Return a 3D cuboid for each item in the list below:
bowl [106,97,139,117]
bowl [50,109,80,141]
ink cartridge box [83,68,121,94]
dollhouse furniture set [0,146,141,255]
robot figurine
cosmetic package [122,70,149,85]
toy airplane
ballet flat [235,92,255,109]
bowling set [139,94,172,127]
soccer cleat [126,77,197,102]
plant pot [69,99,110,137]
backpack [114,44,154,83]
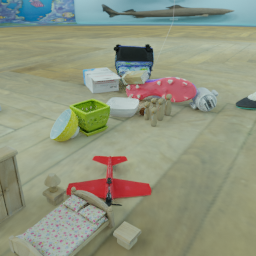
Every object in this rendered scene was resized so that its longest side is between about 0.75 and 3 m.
[{"bbox_3d":[-0.178,-0.683,9.564,1.067,0.399,1.069,4,25,9],"label":"bowl"},{"bbox_3d":[-1.671,0.003,7.807,0.521,0.969,0.969,34,9,-30],"label":"bowl"},{"bbox_3d":[-1.139,-2.020,12.061,1.175,0.676,2.028,-9,27,-18],"label":"ink cartridge box"},{"bbox_3d":[-1.448,1.354,4.236,2.566,1.253,2.188,17,30,32],"label":"dollhouse furniture set"},{"bbox_3d":[2.683,-1.020,9.930,1.035,0.689,1.220,-26,25,7],"label":"robot figurine"},{"bbox_3d":[0.263,-1.871,10.368,0.904,0.321,0.476,4,44,37],"label":"cosmetic package"},{"bbox_3d":[-0.369,1.052,5.961,1.772,0.326,1.772,2,25,-1],"label":"toy airplane"},{"bbox_3d":[4.865,-0.983,9.884,1.966,0.718,0.718,7,26,16],"label":"ballet flat"},{"bbox_3d":[0.770,-0.664,9.103,0.973,0.751,1.398,13,28,26],"label":"bowling set"},{"bbox_3d":[1.233,-1.467,10.410,2.748,0.917,1.051,1,21,28],"label":"soccer cleat"},{"bbox_3d":[-1.103,-0.290,8.231,0.894,0.812,0.890,-21,34,-37],"label":"plant pot"},{"bbox_3d":[0.267,-2.692,12.447,1.729,1.389,1.890,1,-11,2],"label":"backpack"}]
